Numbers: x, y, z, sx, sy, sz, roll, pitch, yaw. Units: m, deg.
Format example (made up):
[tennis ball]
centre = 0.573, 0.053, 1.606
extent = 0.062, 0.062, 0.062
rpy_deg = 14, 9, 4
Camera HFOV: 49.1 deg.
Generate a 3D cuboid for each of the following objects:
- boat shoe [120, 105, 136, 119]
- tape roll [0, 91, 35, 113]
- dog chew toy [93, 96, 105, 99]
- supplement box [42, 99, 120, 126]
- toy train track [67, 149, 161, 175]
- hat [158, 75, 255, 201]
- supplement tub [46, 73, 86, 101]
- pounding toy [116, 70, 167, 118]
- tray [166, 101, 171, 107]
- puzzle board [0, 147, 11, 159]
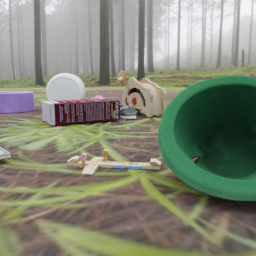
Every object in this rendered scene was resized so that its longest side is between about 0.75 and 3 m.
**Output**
[boat shoe]
centre = -0.258, -0.724, 11.275
extent = 0.646, 0.548, 1.773
rpy_deg = -6, 12, -32
[tape roll]
centre = -5.609, -1.274, 13.402
extent = 2.122, 0.901, 2.122
rpy_deg = 1, 10, 0
[dog chew toy]
centre = -1.361, -1.273, 14.265
extent = 0.662, 0.662, 1.063
rpy_deg = -8, 21, -39
[supplement box]
centre = -1.677, -0.622, 10.068
extent = 2.509, 0.764, 1.365
rpy_deg = -6, 11, -27
[toy train track]
centre = -0.249, 0.553, 4.924
extent = 1.647, 0.268, 0.944
rpy_deg = 2, 10, 7
[hat]
centre = 1.730, 0.587, 4.833
extent = 2.159, 2.294, 2.606
rpy_deg = 3, 49, 18
[supplement tub]
centre = -2.959, -1.748, 13.529
extent = 1.755, 1.755, 2.431
rpy_deg = -1, 10, -7
[pounding toy]
centre = 0.203, -1.237, 11.846
extent = 1.648, 1.643, 2.873
rpy_deg = -6, 31, -31
[tray]
centre = 2.346, -1.199, 14.564
extent = 1.930, 0.357, 0.952
rpy_deg = -2, 10, -16
[puzzle board]
centre = -3.714, 0.484, 5.488
extent = 1.942, 0.224, 2.577
rpy_deg = -7, 13, -41
